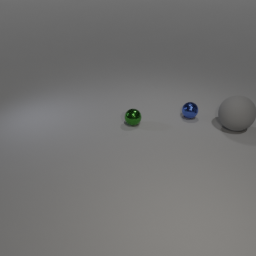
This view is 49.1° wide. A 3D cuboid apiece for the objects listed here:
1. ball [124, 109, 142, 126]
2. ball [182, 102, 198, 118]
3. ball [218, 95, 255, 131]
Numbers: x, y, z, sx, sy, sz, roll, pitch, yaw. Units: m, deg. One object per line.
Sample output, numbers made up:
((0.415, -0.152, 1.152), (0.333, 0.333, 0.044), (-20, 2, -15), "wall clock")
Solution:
((0.205, -0.446, 11.463), (0.700, 0.700, 0.700), (0, 29, 0), "ball")
((2.654, -0.763, 11.980), (0.700, 0.700, 0.700), (0, 29, 0), "ball")
((4.260, -0.586, 10.950), (1.400, 1.400, 1.400), (0, 29, 0), "ball")
